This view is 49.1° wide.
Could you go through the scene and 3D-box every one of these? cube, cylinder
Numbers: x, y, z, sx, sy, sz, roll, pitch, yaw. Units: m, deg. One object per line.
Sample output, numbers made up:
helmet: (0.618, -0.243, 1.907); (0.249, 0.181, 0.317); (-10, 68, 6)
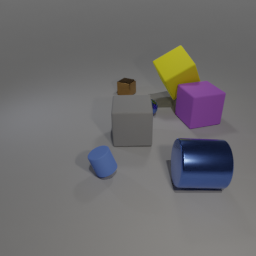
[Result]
cube: (0.151, -0.289, 10.219); (1.400, 1.400, 1.400); (-1, 32, 1)
cube: (2.907, -0.977, 11.469); (1.400, 1.400, 1.400); (-9, 32, -15)
cylinder: (2.055, 1.008, 8.000); (1.400, 1.400, 1.400); (2, 30, -4)
cube: (2.130, -2.385, 12.159); (1.400, 1.400, 1.400); (-29, 53, 8)
cube: (-0.066, -2.024, 13.923); (0.700, 0.700, 0.700); (15, 34, 28)
cylinder: (-0.767, 1.008, 8.480); (0.700, 0.700, 0.700); (-19, 27, 10)

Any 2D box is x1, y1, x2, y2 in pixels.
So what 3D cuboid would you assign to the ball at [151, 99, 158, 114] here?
ball: (0.932, -0.899, 12.030); (0.700, 0.700, 0.700); (0, 30, 0)
